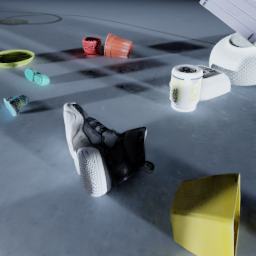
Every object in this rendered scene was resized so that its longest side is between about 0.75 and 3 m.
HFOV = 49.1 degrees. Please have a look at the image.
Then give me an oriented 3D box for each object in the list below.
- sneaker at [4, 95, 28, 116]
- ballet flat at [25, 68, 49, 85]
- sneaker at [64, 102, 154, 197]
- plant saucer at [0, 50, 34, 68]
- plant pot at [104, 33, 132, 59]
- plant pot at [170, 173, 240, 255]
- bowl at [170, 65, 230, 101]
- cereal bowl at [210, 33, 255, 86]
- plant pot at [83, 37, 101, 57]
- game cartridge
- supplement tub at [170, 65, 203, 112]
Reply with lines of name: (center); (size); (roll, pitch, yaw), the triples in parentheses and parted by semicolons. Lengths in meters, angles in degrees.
sneaker: (-3.167, -0.703, 8.137); (0.642, 0.391, 0.983); (-21, 39, -28)
ballet flat: (-3.191, -1.781, 9.925); (1.274, 0.429, 0.448); (30, 18, 38)
sneaker: (-0.469, 0.248, 6.089); (1.533, 1.017, 2.694); (-12, 40, -19)
plant saucer: (-4.832, -2.875, 11.712); (1.807, 0.281, 1.807); (1, 32, 0)
plant pot: (-0.383, -3.434, 12.034); (1.002, 1.030, 1.030); (14, 34, 7)
plant pot: (1.210, 1.355, 4.348); (0.915, 1.038, 1.038); (3, 31, 26)
bowl: (2.433, -1.619, 9.404); (1.650, 0.617, 1.652); (-19, 35, -28)
cereal bowl: (4.198, -2.698, 9.957); (2.596, 1.081, 2.596); (-13, 42, 12)
plant pot: (-1.574, -3.567, 12.380); (0.810, 0.738, 0.810); (-1, 32, 0)
game cartridge: (2.425, -2.624, 5.732); (0.344, 1.163, 1.794); (11, 37, -48)
supplement tub: (1.659, -1.146, 8.087); (0.854, 1.178, 0.854); (0, 32, 0)
